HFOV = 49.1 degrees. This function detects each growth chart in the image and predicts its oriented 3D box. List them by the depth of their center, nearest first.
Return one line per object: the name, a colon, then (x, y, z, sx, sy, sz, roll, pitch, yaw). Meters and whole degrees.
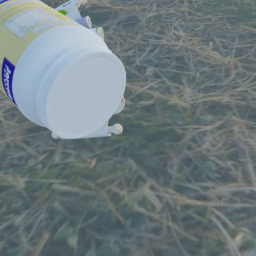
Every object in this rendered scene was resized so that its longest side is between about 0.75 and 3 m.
growth chart: (-1.140, -1.161, 5.796, 2.157, 2.981, 0.264, -15, -3, 35)

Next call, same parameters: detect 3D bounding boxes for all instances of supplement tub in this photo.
supplement tub: (-1.268, -0.997, 4.451, 1.620, 1.620, 2.229, -33, 53, -27)
